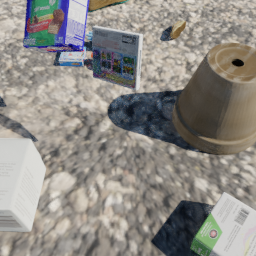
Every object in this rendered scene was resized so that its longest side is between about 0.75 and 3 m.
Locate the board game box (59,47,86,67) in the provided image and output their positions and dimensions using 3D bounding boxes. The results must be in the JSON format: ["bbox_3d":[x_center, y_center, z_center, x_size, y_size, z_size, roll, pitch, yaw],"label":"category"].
[{"bbox_3d":[-2.134,-2.770,10.830,0.910,0.254,0.891,2,52,2],"label":"board game box"}]

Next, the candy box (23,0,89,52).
[{"bbox_3d":[-1.872,-3.038,7.282,1.666,0.759,1.970,9,93,35],"label":"candy box"}]

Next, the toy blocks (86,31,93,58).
[{"bbox_3d":[-0.798,-3.054,10.726,2.118,0.769,1.765,16,54,12],"label":"toy blocks"}]

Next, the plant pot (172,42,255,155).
[{"bbox_3d":[2.845,-0.998,8.124,2.777,2.410,2.777,1,53,-1],"label":"plant pot"}]

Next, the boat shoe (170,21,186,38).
[{"bbox_3d":[2.036,-4.159,11.819,0.410,0.453,1.270,20,47,24],"label":"boat shoe"}]

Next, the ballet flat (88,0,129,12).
[{"bbox_3d":[-0.844,-6.307,13.086,2.735,0.989,0.927,-24,58,-18],"label":"ballet flat"}]

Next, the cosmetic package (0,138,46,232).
[{"bbox_3d":[-3.073,1.385,6.840,1.495,1.493,1.812,1,52,2],"label":"cosmetic package"}]

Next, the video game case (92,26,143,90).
[{"bbox_3d":[-0.277,-1.568,6.264,1.318,1.200,0.156,21,34,30],"label":"video game case"}]

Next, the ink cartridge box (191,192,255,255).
[{"bbox_3d":[2.631,2.626,6.245,1.957,0.822,1.417,30,58,26],"label":"ink cartridge box"}]
